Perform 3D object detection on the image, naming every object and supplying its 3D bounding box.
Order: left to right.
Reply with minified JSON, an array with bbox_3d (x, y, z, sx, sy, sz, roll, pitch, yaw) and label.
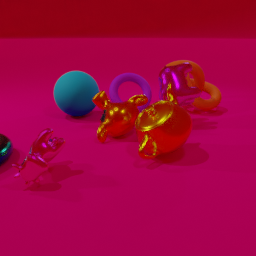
[{"bbox_3d":[-3.113,0.474,5.250,1.798,0.360,1.798,0,19,0],"label":"ring"},{"bbox_3d":[-1.513,0.476,4.734,0.975,0.544,0.991,-54,19,-16],"label":"cow figurine"},{"bbox_3d":[-1.448,-0.969,7.940,1.275,1.275,1.275,0,19,0],"label":"ball"},{"bbox_3d":[-0.305,-0.364,6.513,1.521,1.094,0.917,-43,21,-14],"label":"monkey head"},{"bbox_3d":[0.079,-0.977,7.828,1.221,1.221,0.244,-5,-16,-15],"label":"ring"},{"bbox_3d":[0.657,-0.116,5.521,1.152,0.907,1.852,-8,42,43],"label":"teapot"},{"bbox_3d":[1.000,-0.835,7.116,1.573,1.599,0.878,-12,-13,-11],"label":"cow figurine"},{"bbox_3d":[1.817,-1.430,8.602,1.904,0.940,2.034,32,11,-42],"label":"knot shape"}]
